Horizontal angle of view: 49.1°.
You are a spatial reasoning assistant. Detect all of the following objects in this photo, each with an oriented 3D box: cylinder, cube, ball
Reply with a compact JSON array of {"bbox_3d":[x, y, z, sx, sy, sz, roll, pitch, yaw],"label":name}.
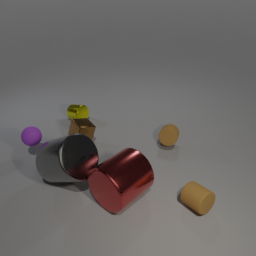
[{"bbox_3d":[1.543,0.249,10.482,0.700,0.700,0.700,8,14,13],"label":"cylinder"},{"bbox_3d":[-1.746,0.095,10.577,0.700,0.700,0.700,-4,32,-41],"label":"cube"},{"bbox_3d":[-3.369,0.289,9.789,0.700,0.700,0.700,0,31,0],"label":"ball"},{"bbox_3d":[-2.180,-0.678,12.209,0.700,0.700,0.700,9,30,41],"label":"cylinder"},{"bbox_3d":[-1.849,0.949,8.532,1.400,1.400,1.400,-13,16,43],"label":"cylinder"},{"bbox_3d":[-0.198,1.478,8.095,1.400,1.400,1.400,26,40,36],"label":"cylinder"},{"bbox_3d":[1.971,1.963,7.915,0.700,0.700,0.700,-21,31,-31],"label":"cylinder"}]
